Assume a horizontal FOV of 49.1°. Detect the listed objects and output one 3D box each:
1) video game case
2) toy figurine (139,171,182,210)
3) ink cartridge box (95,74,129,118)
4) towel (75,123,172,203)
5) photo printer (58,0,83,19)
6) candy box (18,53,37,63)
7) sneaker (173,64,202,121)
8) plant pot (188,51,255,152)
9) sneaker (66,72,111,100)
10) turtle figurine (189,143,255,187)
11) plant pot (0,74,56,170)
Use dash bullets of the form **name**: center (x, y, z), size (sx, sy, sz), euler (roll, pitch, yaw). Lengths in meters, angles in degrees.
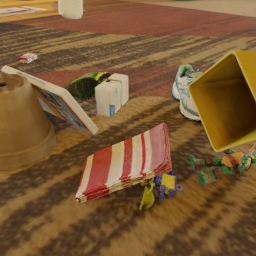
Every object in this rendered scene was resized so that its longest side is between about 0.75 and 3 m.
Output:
- **video game case**: center (-2.371, -0.849, 8.499), size (2.830, 2.024, 0.247), euler (24, 70, 32)
- **toy figurine**: center (0.838, 1.226, 6.255), size (0.912, 0.803, 1.522), euler (25, 37, -6)
- **ink cartridge box**: center (-0.530, -1.163, 9.737), size (0.591, 1.014, 1.402), euler (14, 35, 21)
- **towel**: center (-0.120, 0.753, 6.480), size (2.307, 0.262, 1.662), euler (-24, 27, 17)
- **photo printer**: center (-2.175, -4.794, 10.653), size (0.422, 1.215, 1.011), euler (13, 17, 37)
- **candy box**: center (-5.057, -3.536, 14.165), size (0.555, 0.248, 0.815), euler (10, 34, 15)
- **sneaker**: center (2.268, -1.291, 9.684), size (1.154, 1.284, 2.975), euler (-7, 33, -11)
- **plant pot**: center (1.880, -0.464, 4.370), size (1.079, 1.223, 1.223), euler (-17, 80, -23)
- **sneaker**: center (-1.588, -1.665, 10.874), size (0.924, 0.846, 2.169), euler (13, 25, 32)
- **turtle figurine**: center (2.535, 0.763, 6.827), size (1.855, 0.934, 1.389), euler (-20, 18, -1)
- **plant pot**: center (-3.194, -0.329, 7.589), size (2.252, 1.954, 2.252), euler (1, 32, 0)
